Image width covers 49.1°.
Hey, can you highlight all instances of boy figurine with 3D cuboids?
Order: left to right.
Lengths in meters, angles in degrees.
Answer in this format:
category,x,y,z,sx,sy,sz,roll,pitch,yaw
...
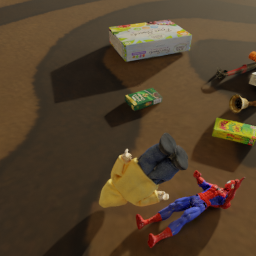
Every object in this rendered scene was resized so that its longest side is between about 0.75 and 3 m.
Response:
category,x,y,z,sx,sy,sz,roll,pitch,yaw
boy figurine,0.210,0.927,4.976,1.151,1.852,0.597,43,30,-7

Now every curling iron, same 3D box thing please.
category,x,y,z,sx,sy,sz,roll,pitch,yaw
curling iron,3.797,-2.026,9.389,2.062,0.263,0.511,-18,43,-19

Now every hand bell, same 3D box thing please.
category,x,y,z,sx,sy,sz,roll,pitch,yaw
hand bell,3.370,-0.680,7.792,0.971,0.505,0.505,-3,39,-22

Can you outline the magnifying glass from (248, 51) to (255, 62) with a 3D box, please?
category,x,y,z,sx,sy,sz,roll,pitch,yaw
magnifying glass,5.064,-1.813,8.997,1.014,0.285,2.547,-29,52,-29

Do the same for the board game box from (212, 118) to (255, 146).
category,x,y,z,sx,sy,sz,roll,pitch,yaw
board game box,2.643,0.082,6.959,0.983,0.234,0.499,15,43,16

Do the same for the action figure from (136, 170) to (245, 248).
category,x,y,z,sx,sy,sz,roll,pitch,yaw
action figure,1.223,1.243,5.045,2.130,1.054,0.695,-17,42,-23

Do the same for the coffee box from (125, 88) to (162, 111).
category,x,y,z,sx,sy,sz,roll,pitch,yaw
coffee box,0.451,-0.838,8.049,0.941,0.207,0.579,-18,44,-20

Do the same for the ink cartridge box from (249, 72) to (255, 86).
category,x,y,z,sx,sy,sz,roll,pitch,yaw
ink cartridge box,4.117,-1.475,8.524,0.574,0.331,0.791,25,30,32

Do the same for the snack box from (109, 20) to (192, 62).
category,x,y,z,sx,sy,sz,roll,pitch,yaw
snack box,0.793,-3.375,10.623,2.611,0.692,1.857,-14,43,-16
